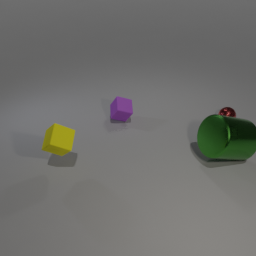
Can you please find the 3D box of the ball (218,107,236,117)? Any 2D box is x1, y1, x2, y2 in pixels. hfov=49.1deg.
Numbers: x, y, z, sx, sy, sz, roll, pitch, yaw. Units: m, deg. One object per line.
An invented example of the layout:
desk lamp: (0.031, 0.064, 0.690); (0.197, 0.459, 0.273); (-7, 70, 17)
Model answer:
ball: (3.997, -0.504, 11.301); (0.700, 0.700, 0.700); (0, 31, 0)

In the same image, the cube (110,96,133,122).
cube: (-0.276, -0.779, 11.546); (0.700, 0.700, 0.700); (11, 57, -25)

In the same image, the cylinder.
cylinder: (3.243, 0.325, 9.145); (1.400, 1.400, 1.400); (7, 25, -28)

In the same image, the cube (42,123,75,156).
cube: (-2.129, 0.370, 8.578); (0.700, 0.700, 0.700); (22, 60, -30)
